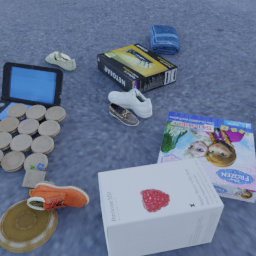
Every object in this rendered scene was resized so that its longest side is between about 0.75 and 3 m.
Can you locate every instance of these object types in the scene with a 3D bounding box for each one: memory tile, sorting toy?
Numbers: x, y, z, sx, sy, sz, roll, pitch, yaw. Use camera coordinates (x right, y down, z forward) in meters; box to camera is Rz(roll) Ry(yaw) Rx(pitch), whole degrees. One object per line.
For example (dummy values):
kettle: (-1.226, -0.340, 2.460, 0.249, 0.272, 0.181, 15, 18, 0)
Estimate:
memory tile: (-3.299, 0.251, 9.028, 2.118, 0.232, 2.763, 4, 48, 5)
sorting toy: (-2.623, 1.440, 7.830, 0.551, 0.133, 0.979, 6, 57, -3)

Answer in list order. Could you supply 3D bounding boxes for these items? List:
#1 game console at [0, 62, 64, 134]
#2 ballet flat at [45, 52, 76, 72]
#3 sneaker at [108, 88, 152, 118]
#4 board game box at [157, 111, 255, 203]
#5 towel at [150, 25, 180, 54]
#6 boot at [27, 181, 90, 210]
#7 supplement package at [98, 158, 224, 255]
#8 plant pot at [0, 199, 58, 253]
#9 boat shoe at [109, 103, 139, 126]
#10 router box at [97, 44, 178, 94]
game console: (-3.768, -1.129, 10.007, 2.486, 1.471, 2.122, 9, 40, 12)
ballet flat: (-3.231, -3.284, 13.302, 1.982, 0.689, 0.689, 26, 46, 28)
sneaker: (0.092, -1.139, 10.492, 1.980, 0.876, 0.745, 26, 47, 28)
board game box: (2.340, 0.703, 8.377, 2.707, 0.557, 2.700, 9, 44, 10)
towel: (1.984, -4.842, 15.196, 1.529, 0.665, 2.739, 2, 39, 1)
boot: (-1.733, 1.812, 6.972, 1.475, 0.553, 0.791, 7, 22, 7)
supplement package: (0.629, 1.822, 6.409, 2.423, 1.451, 1.469, -8, 40, -9)
plant pot: (-2.467, 2.287, 6.835, 1.466, 0.201, 1.466, 0, 39, 0)
boat shoe: (-0.165, -0.498, 9.976, 1.269, 0.378, 0.456, 32, 64, 24)
router box: (0.335, -2.679, 12.437, 2.336, 0.776, 2.971, -23, 45, -26)
